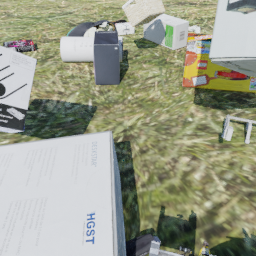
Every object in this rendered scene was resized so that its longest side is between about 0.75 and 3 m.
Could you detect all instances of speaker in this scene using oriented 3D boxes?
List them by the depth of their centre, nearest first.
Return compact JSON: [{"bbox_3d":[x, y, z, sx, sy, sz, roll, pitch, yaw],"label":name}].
[{"bbox_3d":[-1.300,-2.866,10.217,2.242,0.910,0.910,-1,36,0],"label":"speaker"}]

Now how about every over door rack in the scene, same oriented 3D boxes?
[{"bbox_3d":[2.742,0.164,6.271,1.170,0.528,1.584,12,17,15],"label":"over door rack"}]

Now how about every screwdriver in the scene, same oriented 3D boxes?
[{"bbox_3d":[-0.609,2.099,4.009,2.278,0.331,0.318,-20,64,-16],"label":"screwdriver"}]

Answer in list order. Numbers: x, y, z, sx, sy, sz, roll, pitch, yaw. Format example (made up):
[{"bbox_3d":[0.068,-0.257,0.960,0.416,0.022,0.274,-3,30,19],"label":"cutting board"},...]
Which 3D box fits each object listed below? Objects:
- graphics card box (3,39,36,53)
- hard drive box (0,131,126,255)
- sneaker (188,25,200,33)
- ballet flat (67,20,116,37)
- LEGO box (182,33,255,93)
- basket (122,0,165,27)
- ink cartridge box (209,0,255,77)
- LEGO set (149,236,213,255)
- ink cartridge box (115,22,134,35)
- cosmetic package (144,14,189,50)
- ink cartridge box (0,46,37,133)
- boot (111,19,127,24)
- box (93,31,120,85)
[{"bbox_3d":[-4.409,-3.292,11.324,1.178,0.300,0.739,-14,39,-16],"label":"graphics card box"},{"bbox_3d":[-1.572,1.314,4.012,2.966,1.139,2.312,-8,36,1],"label":"hard drive box"},{"bbox_3d":[3.138,-4.744,13.317,0.270,0.307,0.767,-28,43,-30],"label":"sneaker"},{"bbox_3d":[-1.397,-3.992,11.794,0.990,0.990,2.710,20,38,25],"label":"ballet flat"},{"bbox_3d":[3.266,-2.148,9.063,2.836,1.094,2.112,6,37,9],"label":"LEGO box"},{"bbox_3d":[0.561,-4.100,9.638,1.015,0.816,1.005,-31,10,-39],"label":"basket"},{"bbox_3d":[2.444,-2.207,4.677,1.821,2.499,1.035,2,8,-43],"label":"ink cartridge box"},{"bbox_3d":[0.944,1.991,2.884,2.252,1.732,1.305,4,52,18],"label":"LEGO set"},{"bbox_3d":[-0.226,-4.637,13.097,0.909,0.385,0.662,-11,38,-17],"label":"ink cartridge box"},{"bbox_3d":[1.568,-4.133,11.841,0.830,1.053,1.956,-26,42,-28],"label":"cosmetic package"},{"bbox_3d":[-2.548,-0.732,3.635,2.488,1.170,0.550,16,-13,-39],"label":"ink cartridge box"},{"bbox_3d":[-0.809,-5.191,13.985,1.176,0.428,1.249,-30,38,-24],"label":"boot"},{"bbox_3d":[-0.690,-2.277,9.035,0.826,1.341,1.330,-2,36,-4],"label":"box"}]
